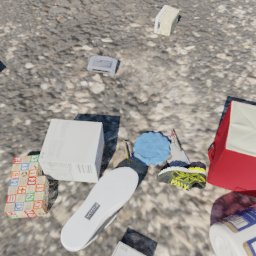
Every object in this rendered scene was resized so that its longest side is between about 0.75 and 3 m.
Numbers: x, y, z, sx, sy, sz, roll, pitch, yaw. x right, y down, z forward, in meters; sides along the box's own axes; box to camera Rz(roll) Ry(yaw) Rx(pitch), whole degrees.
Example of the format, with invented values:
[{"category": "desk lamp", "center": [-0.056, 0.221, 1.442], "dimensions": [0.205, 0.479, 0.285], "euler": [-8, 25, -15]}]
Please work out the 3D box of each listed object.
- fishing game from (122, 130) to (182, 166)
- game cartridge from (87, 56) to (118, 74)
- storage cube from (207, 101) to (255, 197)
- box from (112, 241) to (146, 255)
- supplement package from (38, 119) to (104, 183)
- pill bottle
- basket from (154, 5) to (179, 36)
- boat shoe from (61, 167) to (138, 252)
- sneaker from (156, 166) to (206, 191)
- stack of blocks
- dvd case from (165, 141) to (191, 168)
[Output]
[{"category": "fishing game", "center": [0.879, 0.778, 10.171], "dimensions": [1.991, 0.310, 1.426], "euler": [-15, 54, -7]}, {"category": "game cartridge", "center": [-1.156, -2.940, 12.922], "dimensions": [1.291, 0.264, 0.859], "euler": [9, 63, 5]}, {"category": "storage cube", "center": [3.938, 0.735, 9.034], "dimensions": [2.405, 2.162, 2.056], "euler": [15, 54, 11]}, {"category": "box", "center": [-0.214, 4.144, 7.424], "dimensions": [1.063, 0.548, 1.823], "euler": [22, 55, 16]}, {"category": "supplement package", "center": [-1.814, 0.778, 9.520], "dimensions": [1.776, 1.306, 1.698], "euler": [4, 53, 3]}, {"category": "pill bottle", "center": [3.824, 2.890, 7.761], "dimensions": [2.759, 1.531, 1.531], "euler": [-19, 55, -13]}, {"category": "basket", "center": [2.042, -5.612, 14.657], "dimensions": [0.871, 0.957, 1.411], "euler": [21, 55, 13]}, {"category": "boat shoe", "center": [-0.773, 2.436, 8.432], "dimensions": [1.054, 0.996, 2.940], "euler": [33, 63, 17]}, {"category": "sneaker", "center": [1.803, 1.704, 9.243], "dimensions": [1.706, 0.635, 0.722], "euler": [-3, 52, -3]}, {"category": "stack of blocks", "center": [-3.210, 1.865, 9.150], "dimensions": [1.127, 0.573, 1.957], "euler": [-5, 52, -4]}, {"category": "dvd case", "center": [1.691, 1.014, 10.112], "dimensions": [0.772, 0.095, 1.083], "euler": [-15, 54, -11]}]
